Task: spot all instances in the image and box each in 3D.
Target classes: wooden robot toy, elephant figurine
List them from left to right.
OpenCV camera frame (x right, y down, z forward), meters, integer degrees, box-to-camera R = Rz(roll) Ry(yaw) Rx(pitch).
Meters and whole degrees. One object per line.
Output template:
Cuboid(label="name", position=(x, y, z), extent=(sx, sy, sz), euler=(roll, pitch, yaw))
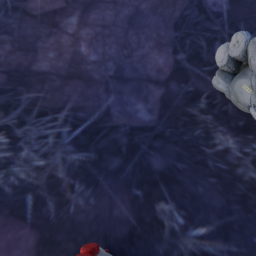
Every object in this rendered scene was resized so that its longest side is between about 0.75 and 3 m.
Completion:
Cuboid(label="wooden robot toy", position=(-0.250, 2.609, 4.411), extent=(1.250, 2.754, 1.213), euler=(-2, 90, 8))
Cuboid(label="elephant figurine", position=(3.596, -1.334, 6.600), extent=(2.746, 2.130, 1.943), euler=(-4, 19, -25))
